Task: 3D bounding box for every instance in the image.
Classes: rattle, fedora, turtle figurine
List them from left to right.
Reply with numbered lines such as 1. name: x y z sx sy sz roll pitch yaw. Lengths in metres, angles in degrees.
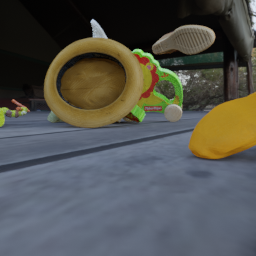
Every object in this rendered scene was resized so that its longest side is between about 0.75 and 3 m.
1. turtle figurine: -4.354 -0.494 8.392 2.643 0.851 2.131 13 9 -22
2. fedora: -0.950 -1.213 8.199 2.855 2.855 1.164 0 -12 6
3. rattle: 2.239 0.124 3.478 1.639 1.799 2.518 42 13 37

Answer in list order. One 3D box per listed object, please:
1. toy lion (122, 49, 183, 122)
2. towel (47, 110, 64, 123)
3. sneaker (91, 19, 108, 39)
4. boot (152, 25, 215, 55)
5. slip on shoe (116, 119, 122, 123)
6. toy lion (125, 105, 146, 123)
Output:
1. toy lion: 0.671 -1.642 10.809 2.830 2.713 0.972 1 26 12
2. towel: -2.219 -0.754 10.793 0.318 1.295 1.745 42 21 20
3. sneaker: -1.373 -3.877 11.903 0.754 1.304 0.480 -39 43 -2
4. boot: 1.792 -2.509 7.572 1.659 0.722 1.995 -32 23 -33
5. slip on shoe: -0.895 -0.484 10.617 0.770 0.614 2.026 47 -9 -33
6. toy lion: -0.590 -1.003 10.095 2.363 0.846 2.465 36 -7 -36
